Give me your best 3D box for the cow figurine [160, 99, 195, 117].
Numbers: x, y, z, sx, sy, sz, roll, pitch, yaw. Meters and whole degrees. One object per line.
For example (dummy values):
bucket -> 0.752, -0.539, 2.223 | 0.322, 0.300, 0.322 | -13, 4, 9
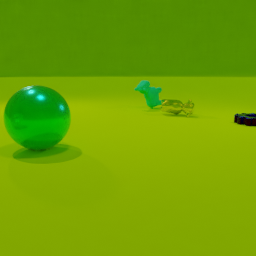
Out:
cow figurine -> 1.743, -0.736, 9.832 | 1.126, 0.618, 1.108 | 6, 5, -10

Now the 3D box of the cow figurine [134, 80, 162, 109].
cow figurine -> 0.844, -1.364, 11.520 | 1.216, 1.236, 0.679 | -21, 22, -37

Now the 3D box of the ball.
ball -> -1.755, -0.199, 5.488 | 1.256, 1.256, 1.256 | 0, 11, 0

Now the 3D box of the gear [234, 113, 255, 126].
gear -> 3.851, -0.253, 8.400 | 1.241, 0.230, 1.241 | 0, 11, 0
